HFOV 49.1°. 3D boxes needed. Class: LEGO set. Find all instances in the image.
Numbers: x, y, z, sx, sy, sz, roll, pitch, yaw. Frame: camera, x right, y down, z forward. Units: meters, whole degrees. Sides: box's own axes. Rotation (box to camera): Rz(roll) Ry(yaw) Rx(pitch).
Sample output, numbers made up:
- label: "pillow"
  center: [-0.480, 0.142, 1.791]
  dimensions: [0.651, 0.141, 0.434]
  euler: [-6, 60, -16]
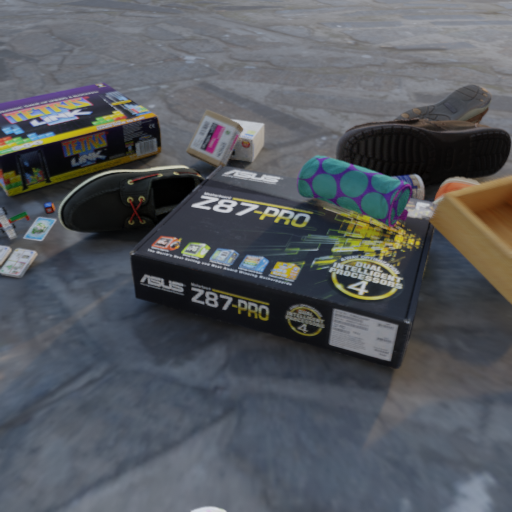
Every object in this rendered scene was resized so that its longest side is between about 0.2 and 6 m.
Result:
- label: "LEGO set"
  center: [-4.077, -0.289, 9.408]
  dimensions: [1.285, 0.422, 1.721]
  euler: [8, 47, 10]

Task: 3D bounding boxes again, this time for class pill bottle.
- label: "pill bottle"
  center: [2.436, -1.132, 10.220]
  dimensions: [1.099, 0.610, 0.610]
  euler: [-7, 36, -10]

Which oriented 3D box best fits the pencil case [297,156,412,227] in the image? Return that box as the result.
- label: "pencil case"
  center: [1.448, -0.982, 8.350]
  dimensions: [1.619, 0.748, 0.689]
  euler: [24, 76, 29]

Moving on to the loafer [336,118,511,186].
- label: "loafer"
  center: [3.200, -2.085, 11.211]
  dimensions: [3.563, 1.301, 1.265]
  euler: [-1, 26, -13]

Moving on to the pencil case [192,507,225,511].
- label: "pencil case"
  center: [0.078, 3.019, 3.966]
  dimensions: [2.498, 1.038, 1.133]
  euler: [35, 10, 40]

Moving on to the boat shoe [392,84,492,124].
- label: "boat shoe"
  center: [3.996, -2.823, 12.388]
  dimensions: [2.573, 0.924, 0.974]
  euler: [-23, 54, 0]

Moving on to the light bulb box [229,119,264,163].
- label: "light bulb box"
  center: [-0.366, -2.520, 12.214]
  dimensions: [0.896, 0.564, 0.904]
  euler: [11, 37, 14]

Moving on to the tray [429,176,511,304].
- label: "tray"
  center: [4.102, 0.289, 7.515]
  dimensions: [1.667, 0.626, 3.379]
  euler: [-15, 53, -27]

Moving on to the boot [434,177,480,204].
- label: "boot"
  center: [4.030, -0.806, 9.621]
  dimensions: [1.975, 0.741, 1.059]
  euler: [12, 30, 31]

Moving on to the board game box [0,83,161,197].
- label: "board game box"
  center: [-4.184, -2.669, 12.102]
  dimensions: [3.350, 0.950, 2.770]
  euler: [-24, 43, -30]

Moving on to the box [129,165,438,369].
- label: "box"
  center: [0.576, -0.085, 8.464]
  dimensions: [3.868, 0.950, 3.118]
  euler: [13, 35, 18]

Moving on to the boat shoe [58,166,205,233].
- label: "boat shoe"
  center: [-2.017, -0.965, 9.664]
  dimensions: [2.667, 0.976, 0.836]
  euler: [-18, 31, -30]

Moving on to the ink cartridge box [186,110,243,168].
- label: "ink cartridge box"
  center: [-0.854, -2.395, 11.581]
  dimensions: [0.819, 0.994, 0.373]
  euler: [25, 0, 16]
